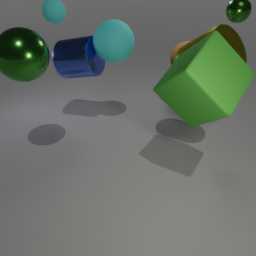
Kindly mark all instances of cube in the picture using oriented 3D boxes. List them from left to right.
[{"bbox_3d":[1.744,-1.072,6.556,1.400,1.400,1.400,-52,13,-23],"label":"cube"}]

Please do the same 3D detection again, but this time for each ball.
[{"bbox_3d":[-2.780,-1.911,7.359,1.400,1.400,1.400,0,30,0],"label":"ball"},{"bbox_3d":[-2.191,-3.450,8.263,0.700,0.700,0.700,0,30,0],"label":"ball"},{"bbox_3d":[-0.484,-2.922,9.468,1.400,1.400,1.400,0,30,0],"label":"ball"},{"bbox_3d":[2.425,-2.812,11.426,1.400,1.400,1.400,0,30,0],"label":"ball"},{"bbox_3d":[3.204,-3.415,8.122,0.700,0.700,0.700,0,30,0],"label":"ball"}]

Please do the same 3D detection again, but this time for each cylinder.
[{"bbox_3d":[-1.742,-2.537,10.131,1.400,1.400,1.400,0,28,23],"label":"cylinder"},{"bbox_3d":[2.300,-1.928,7.826,1.400,1.400,1.400,-27,5,-38],"label":"cylinder"}]
